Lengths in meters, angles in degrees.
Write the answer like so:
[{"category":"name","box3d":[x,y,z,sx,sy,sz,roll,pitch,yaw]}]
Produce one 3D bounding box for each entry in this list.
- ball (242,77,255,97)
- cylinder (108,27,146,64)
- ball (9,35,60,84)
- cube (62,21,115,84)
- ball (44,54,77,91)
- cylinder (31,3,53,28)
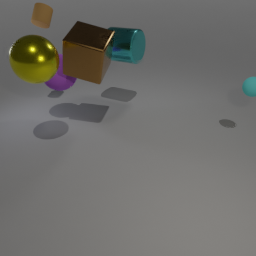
[{"category":"ball","box3d":[4.381,-1.443,9.824,0.700,0.700,0.700,0,29,0]},{"category":"cylinder","box3d":[-0.158,-3.516,11.905,1.400,1.400,1.400,14,32,25]},{"category":"ball","box3d":[-2.726,-1.999,8.203,1.400,1.400,1.400,0,29,0]},{"category":"cube","box3d":[-1.373,-2.622,9.770,1.400,1.400,1.400,16,48,2]},{"category":"ball","box3d":[-2.664,-2.151,10.864,1.400,1.400,1.400,0,29,0]},{"category":"cylinder","box3d":[-3.292,-4.299,10.733,0.700,0.700,0.700,11,-4,1]}]
